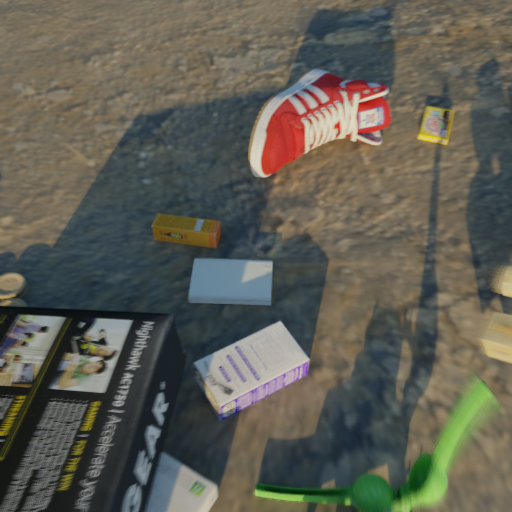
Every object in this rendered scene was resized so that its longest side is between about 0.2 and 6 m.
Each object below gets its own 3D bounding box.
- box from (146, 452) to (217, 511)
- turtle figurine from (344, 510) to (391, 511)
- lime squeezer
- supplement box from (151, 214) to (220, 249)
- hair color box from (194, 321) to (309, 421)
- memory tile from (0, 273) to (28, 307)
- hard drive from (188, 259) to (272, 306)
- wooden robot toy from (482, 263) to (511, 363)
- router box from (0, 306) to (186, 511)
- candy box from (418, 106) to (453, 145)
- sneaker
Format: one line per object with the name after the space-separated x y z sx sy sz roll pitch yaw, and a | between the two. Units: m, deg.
-1.619 2.948 5.814 1.535 0.387 2.127 24 50 23 | box
1.044 2.983 5.632 1.351 0.680 1.011 -37 57 -22 | turtle figurine
1.368 2.348 5.957 2.780 0.982 0.524 -30 30 17 | lime squeezer
-1.113 -0.404 8.952 1.047 0.348 0.360 7 47 5 | supplement box
-0.057 1.452 7.181 1.310 0.424 0.716 -22 51 -21 | hair color box
-3.924 1.057 7.723 1.460 0.160 1.905 -9 47 -9 | memory tile
-0.365 0.378 8.357 1.196 0.157 0.789 1 47 2 | hard drive
4.157 0.291 7.411 1.297 1.259 2.858 15 46 42 | wooden robot toy
-2.577 2.262 5.561 2.918 0.999 3.912 2 44 10 | router box
3.581 -2.607 11.140 0.550 0.142 1.075 13 48 15 | candy box
1.297 -2.374 10.211 1.882 1.192 3.347 19 48 21 | sneaker
